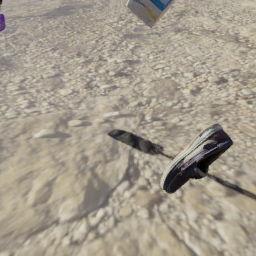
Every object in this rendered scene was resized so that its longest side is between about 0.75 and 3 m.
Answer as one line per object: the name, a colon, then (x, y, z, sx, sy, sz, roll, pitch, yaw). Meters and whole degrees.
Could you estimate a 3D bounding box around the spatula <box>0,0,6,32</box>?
spatula: (-4.186, -3.931, 9.069, 0.204, 1.984, 0.561, 47, 50, 8)

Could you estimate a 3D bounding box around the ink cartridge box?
ink cartridge box: (0.851, -4.136, 8.638, 1.173, 1.153, 1.593, -50, 6, -11)

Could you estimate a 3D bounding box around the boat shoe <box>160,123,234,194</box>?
boat shoe: (0.932, 0.517, 3.898, 0.461, 1.282, 0.416, 12, 33, -46)
